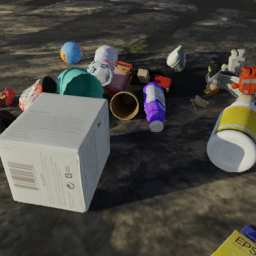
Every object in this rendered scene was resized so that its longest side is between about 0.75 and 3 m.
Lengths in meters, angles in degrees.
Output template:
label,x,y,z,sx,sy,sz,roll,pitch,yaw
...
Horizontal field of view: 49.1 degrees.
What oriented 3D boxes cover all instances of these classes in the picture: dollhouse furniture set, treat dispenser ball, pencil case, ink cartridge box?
label,x,y,z,sx,sy,sz,roll,pitch,yaw
dollhouse furniture set,0.463,-1.881,12.179,2.572,1.046,1.384,17,81,14
treat dispenser ball,-3.207,-4.255,15.937,1.223,1.223,1.223,0,35,0
pencil case,-1.263,-3.277,14.496,1.304,1.195,2.874,15,34,-4
ink cartridge box,2.918,3.235,5.726,2.353,0.553,2.326,-29,44,-32

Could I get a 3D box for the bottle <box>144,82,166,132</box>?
label,x,y,z,sx,sy,sz,roll,pitch,yaw
bottle,1.070,-0.826,11.074,0.704,0.900,2.156,-30,41,31

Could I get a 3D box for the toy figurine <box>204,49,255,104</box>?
label,x,y,z,sx,sy,sz,roll,pitch,yaw
toy figurine,5.080,-2.219,12.576,2.707,1.883,2.665,-27,37,-31

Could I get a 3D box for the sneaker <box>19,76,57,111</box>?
label,x,y,z,sx,sy,sz,roll,pitch,yaw
sneaker,-3.758,-0.661,11.089,1.500,0.935,2.800,-20,50,37

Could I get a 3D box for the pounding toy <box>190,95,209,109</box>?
label,x,y,z,sx,sy,sz,roll,pitch,yaw
pounding toy,3.023,-1.072,12.039,0.842,0.483,0.482,23,27,-11

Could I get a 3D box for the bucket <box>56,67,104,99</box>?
label,x,y,z,sx,sy,sz,roll,pitch,yaw
bucket,-2.065,-1.589,11.652,1.847,1.847,1.201,-21,36,-28

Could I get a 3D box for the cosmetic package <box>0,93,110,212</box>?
label,x,y,z,sx,sy,sz,roll,pitch,yaw
cosmetic package,-1.892,0.573,8.085,2.173,2.186,2.613,6,35,9

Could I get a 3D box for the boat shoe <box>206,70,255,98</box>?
label,x,y,z,sx,sy,sz,roll,pitch,yaw
boat shoe,4.911,-2.131,13.029,0.813,1.019,2.694,-27,43,-25

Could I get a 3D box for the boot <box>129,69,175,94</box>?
label,x,y,z,sx,sy,sz,roll,pitch,yaw
boot,1.031,-2.212,13.327,2.091,0.787,1.563,-8,36,-12

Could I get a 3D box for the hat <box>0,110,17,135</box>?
label,x,y,z,sx,sy,sz,roll,pitch,yaw
hat,-4.341,0.077,10.092,0.597,1.480,1.480,-41,32,17

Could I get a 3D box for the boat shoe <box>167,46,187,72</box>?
label,x,y,z,sx,sy,sz,roll,pitch,yaw
boat shoe,2.840,-3.907,15.976,0.882,1.040,2.856,45,28,-12

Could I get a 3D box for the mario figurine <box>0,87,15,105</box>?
label,x,y,z,sx,sy,sz,roll,pitch,yaw
mario figurine,-5.821,-1.359,11.950,1.868,0.990,1.153,-23,41,-27

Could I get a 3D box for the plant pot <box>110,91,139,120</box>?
label,x,y,z,sx,sy,sz,roll,pitch,yaw
plant pot,-0.045,-1.067,11.570,1.128,1.128,1.210,6,22,8

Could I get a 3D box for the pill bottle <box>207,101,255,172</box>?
label,x,y,z,sx,sy,sz,roll,pitch,yaw
pill bottle,3.654,0.129,9.342,1.494,1.494,2.668,16,38,22
